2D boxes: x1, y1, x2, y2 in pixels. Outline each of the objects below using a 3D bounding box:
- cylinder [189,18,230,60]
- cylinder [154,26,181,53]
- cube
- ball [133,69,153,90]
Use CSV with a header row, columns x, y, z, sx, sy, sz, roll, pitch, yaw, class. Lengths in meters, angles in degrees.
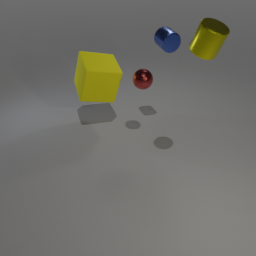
x,y,z,sx,sy,sz,roll,pitch,yaw,class
1.882,-2.072,6.525,0.700,0.700,0.700,9,48,-11,cylinder
1.346,-3.026,9.596,0.700,0.700,0.700,-11,39,-17,cylinder
-1.194,-1.958,10.824,1.400,1.400,1.400,0,43,-23,cube
0.506,-1.658,9.522,0.700,0.700,0.700,0,31,0,ball
